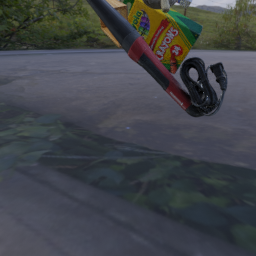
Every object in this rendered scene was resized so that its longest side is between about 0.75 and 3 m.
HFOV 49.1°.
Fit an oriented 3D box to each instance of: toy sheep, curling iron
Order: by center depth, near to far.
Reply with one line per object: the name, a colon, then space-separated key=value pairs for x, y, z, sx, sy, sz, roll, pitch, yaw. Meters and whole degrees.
curling iron: x=0.241 y=-1.249 z=4.011 sx=2.956 sy=0.733 sz=0.378 roll=46 pitch=14 yaw=22
toy sheep: x=0.602 y=-2.859 z=5.295 sx=1.131 sy=1.640 sz=1.131 roll=0 pitch=-23 yaw=0

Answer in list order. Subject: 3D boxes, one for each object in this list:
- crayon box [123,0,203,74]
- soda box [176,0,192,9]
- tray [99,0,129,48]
crayon box: x=0.893 y=-3.419 z=10.003 sx=2.923 sy=1.856 sz=0.743 roll=28 pitch=47 yaw=-2
soda box: x=2.066 y=-5.439 z=11.504 sx=1.200 sy=0.381 sz=0.410 roll=28 pitch=60 yaw=-8
tray: x=-0.457 y=-3.259 z=8.375 sx=0.405 sy=1.078 sz=2.185 roll=-16 pitch=36 yaw=-12
